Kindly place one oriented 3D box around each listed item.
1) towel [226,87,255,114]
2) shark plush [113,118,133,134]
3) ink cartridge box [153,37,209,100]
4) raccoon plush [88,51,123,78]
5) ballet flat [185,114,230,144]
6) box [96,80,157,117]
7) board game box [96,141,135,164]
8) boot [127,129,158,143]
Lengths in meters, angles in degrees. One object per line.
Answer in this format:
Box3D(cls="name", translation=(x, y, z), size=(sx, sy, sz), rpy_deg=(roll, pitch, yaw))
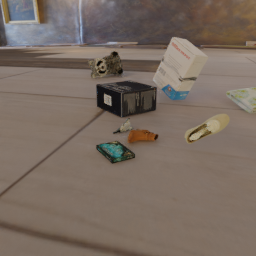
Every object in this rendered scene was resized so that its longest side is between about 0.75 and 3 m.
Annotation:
Box3D(cls="towel", translation=(4.851, -1.110, 10.826), size=(1.401, 0.394, 1.636), rpy_deg=(-6, 33, -17))
Box3D(cls="shark plush", translation=(-0.161, 0.028, 8.581), size=(0.329, 0.359, 0.791), rpy_deg=(-8, 31, 45))
Box3D(cls="ink cartridge box", translation=(2.085, -2.406, 11.497), size=(0.889, 2.071, 1.516), rpy_deg=(-5, 45, -37))
Box3D(cls="raccoon plush", translation=(-1.479, -3.655, 17.640), size=(2.010, 1.451, 3.000), rpy_deg=(-17, -5, -7))
Box3D(cls="ballet flat", translation=(1.915, 0.046, 6.858), size=(1.195, 0.415, 0.415), rpy_deg=(-32, 6, 27))
Box3D(cls="box", translation=(-0.076, -1.159, 10.585), size=(1.606, 0.918, 1.764), rpy_deg=(-14, 25, -33))
Box3D(cls="board game box", translation=(-0.325, 0.583, 7.044), size=(0.638, 0.133, 0.943), rpy_deg=(-11, 23, -28))
Box3D(cls="boot", translation=(0.412, 0.267, 7.738), size=(0.661, 0.326, 0.851), rpy_deg=(15, 18, 26))
